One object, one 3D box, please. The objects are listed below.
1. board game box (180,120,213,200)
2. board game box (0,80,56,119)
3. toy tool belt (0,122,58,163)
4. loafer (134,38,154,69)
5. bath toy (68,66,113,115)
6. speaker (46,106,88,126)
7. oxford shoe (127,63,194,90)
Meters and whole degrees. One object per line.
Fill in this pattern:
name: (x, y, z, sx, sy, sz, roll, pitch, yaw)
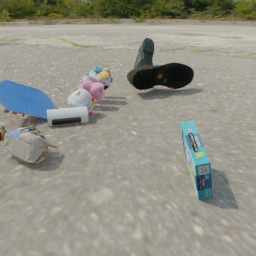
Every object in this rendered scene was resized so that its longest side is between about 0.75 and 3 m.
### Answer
board game box: (1.332, 0.605, 5.515, 0.295, 0.949, 1.257, -11, 36, 5)
board game box: (-3.298, -0.784, 8.936, 1.953, 0.380, 1.543, 15, 35, -38)
toy tool belt: (-2.435, 0.298, 6.632, 1.380, 0.862, 0.848, 21, 20, 22)
loafer: (0.679, -2.898, 12.632, 0.817, 2.274, 0.715, 18, -14, -21)
bath toy: (-1.202, -1.320, 9.709, 1.077, 0.915, 2.476, -25, 25, 28)
speaker: (-1.827, -0.370, 8.530, 1.225, 0.497, 0.497, -6, 25, -15)
oxford shoe: (1.322, -2.197, 11.375, 2.913, 1.059, 1.230, -4, 22, -21)
